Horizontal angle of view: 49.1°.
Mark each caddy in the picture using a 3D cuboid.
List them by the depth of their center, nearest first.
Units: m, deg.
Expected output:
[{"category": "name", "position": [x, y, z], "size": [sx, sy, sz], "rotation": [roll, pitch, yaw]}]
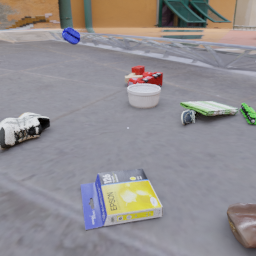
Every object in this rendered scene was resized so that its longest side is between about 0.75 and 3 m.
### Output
[{"category": "caddy", "position": [-2.370, -3.856, 11.744], "size": [0.787, 0.557, 0.413], "rotation": [28, -3, -22]}]

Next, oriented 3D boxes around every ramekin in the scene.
[{"category": "ramekin", "position": [0.569, -1.149, 10.107], "size": [1.192, 0.626, 1.192], "rotation": [1, 24, 0]}]

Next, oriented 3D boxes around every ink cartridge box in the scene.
[{"category": "ink cartridge box", "position": [-0.184, 1.224, 5.143], "size": [1.302, 0.306, 1.287], "rotation": [-3, 24, -12]}]

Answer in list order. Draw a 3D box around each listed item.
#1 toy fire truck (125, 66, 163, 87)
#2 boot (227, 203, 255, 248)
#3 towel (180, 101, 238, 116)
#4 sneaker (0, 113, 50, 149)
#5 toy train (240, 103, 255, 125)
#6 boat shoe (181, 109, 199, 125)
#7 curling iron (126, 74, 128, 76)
[{"category": "toy fire truck", "position": [0.527, -2.155, 12.386], "size": [1.823, 0.630, 2.585], "rotation": [14, 28, 30]}, {"category": "boot", "position": [2.447, 1.605, 3.800], "size": [2.004, 0.644, 1.868], "rotation": [5, 11, 2]}, {"category": "towel", "position": [2.646, -0.633, 9.149], "size": [1.609, 0.247, 1.200], "rotation": [-5, 20, -35]}, {"category": "sneaker", "position": [-2.722, 0.018, 7.399], "size": [0.784, 0.677, 1.789], "rotation": [7, 25, 14]}, {"category": "toy train", "position": [3.934, -0.459, 8.985], "size": [0.405, 0.300, 1.436], "rotation": [13, 25, 4]}, {"category": "boat shoe", "position": [1.925, -0.348, 8.620], "size": [0.324, 0.392, 1.047], "rotation": [1, 12, 30]}, {"category": "curling iron", "position": [0.268, -2.563, 13.868], "size": [0.867, 0.215, 0.111], "rotation": [-8, 21, -25]}]
